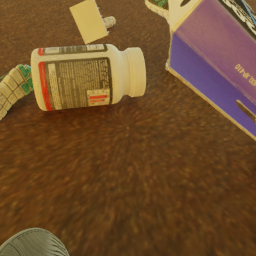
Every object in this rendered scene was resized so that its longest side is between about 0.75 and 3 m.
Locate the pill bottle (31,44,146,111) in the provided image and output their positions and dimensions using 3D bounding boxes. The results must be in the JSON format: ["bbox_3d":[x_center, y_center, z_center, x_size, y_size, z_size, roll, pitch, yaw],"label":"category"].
[{"bbox_3d":[-1.002,-1.367,7.412,2.754,1.596,1.596,-6,40,-9],"label":"pill bottle"}]

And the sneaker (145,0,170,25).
[{"bbox_3d":[1.467,-4.065,8.870,1.011,1.189,2.607,-3,41,-33],"label":"sneaker"}]

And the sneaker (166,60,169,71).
[{"bbox_3d":[1.606,-1.994,9.157,0.796,0.321,0.304,19,42,19],"label":"sneaker"}]

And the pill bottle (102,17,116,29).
[{"bbox_3d":[-0.914,-4.549,12.126,0.427,0.427,0.754,28,47,29],"label":"pill bottle"}]

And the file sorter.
[{"bbox_3d":[-0.928,-2.697,7.030,0.625,0.901,0.561,-18,23,12],"label":"file sorter"}]

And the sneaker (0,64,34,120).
[{"bbox_3d":[-3.503,-0.774,7.437,2.359,0.915,1.076,-42,26,-28],"label":"sneaker"}]

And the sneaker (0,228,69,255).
[{"bbox_3d":[-1.726,2.497,3.242,1.097,1.558,2.933,42,15,-7],"label":"sneaker"}]

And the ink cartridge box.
[{"bbox_3d":[1.391,-0.751,3.103,2.295,0.503,2.317,33,41,-23],"label":"ink cartridge box"}]
